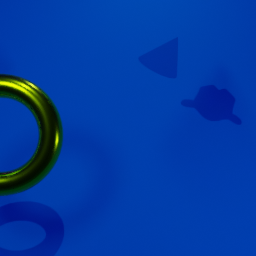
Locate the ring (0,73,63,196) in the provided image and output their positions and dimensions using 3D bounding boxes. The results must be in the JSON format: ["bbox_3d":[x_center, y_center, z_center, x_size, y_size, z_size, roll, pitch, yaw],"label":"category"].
[{"bbox_3d":[-1.994,0.107,4.410,1.930,0.386,1.930,0,90,-4],"label":"ring"}]
